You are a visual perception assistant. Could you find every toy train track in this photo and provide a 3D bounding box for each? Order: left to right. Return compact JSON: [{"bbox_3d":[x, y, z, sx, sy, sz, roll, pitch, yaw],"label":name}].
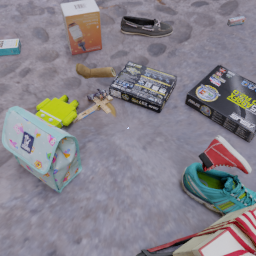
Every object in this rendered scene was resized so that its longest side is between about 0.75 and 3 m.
[{"bbox_3d":[-1.315,-0.755,10.329,1.794,0.292,1.029,-35,60,-23],"label":"toy train track"}]

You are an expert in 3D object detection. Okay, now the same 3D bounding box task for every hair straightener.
[{"bbox_3d":[1.121,3.288,7.097,2.086,0.427,0.803,-9,53,-14],"label":"hair straightener"}]

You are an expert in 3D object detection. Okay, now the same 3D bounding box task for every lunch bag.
[{"bbox_3d":[-2.459,0.546,8.066,1.941,2.279,1.390,30,58,20],"label":"lunch bag"}]

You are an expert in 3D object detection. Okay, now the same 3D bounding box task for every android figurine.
[{"bbox_3d":[-2.606,-0.528,10.070,1.570,0.354,1.725,28,56,25],"label":"android figurine"}]

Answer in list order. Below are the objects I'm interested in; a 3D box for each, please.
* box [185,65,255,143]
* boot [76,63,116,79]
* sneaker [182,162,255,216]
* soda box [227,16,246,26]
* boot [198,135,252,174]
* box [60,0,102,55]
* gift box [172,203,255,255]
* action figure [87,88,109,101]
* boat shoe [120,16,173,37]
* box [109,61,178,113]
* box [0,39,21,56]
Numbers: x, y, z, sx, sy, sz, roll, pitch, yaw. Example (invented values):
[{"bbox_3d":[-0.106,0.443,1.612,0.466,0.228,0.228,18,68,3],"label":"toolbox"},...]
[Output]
[{"bbox_3d":[3.861,-1.005,10.310,2.728,0.604,2.186,37,61,25],"label":"box"},{"bbox_3d":[-0.917,-1.657,8.046,0.947,0.830,0.313,0,84,17],"label":"boot"},{"bbox_3d":[2.882,1.902,7.716,2.987,1.190,1.158,24,56,16],"label":"sneaker"},{"bbox_3d":[5.347,-5.261,13.789,0.833,0.285,0.265,-14,54,-11],"label":"soda box"},{"bbox_3d":[2.410,0.919,7.061,1.267,0.459,0.914,42,93,-6],"label":"boot"},{"bbox_3d":[-1.951,-4.309,12.032,1.447,1.901,1.011,-15,54,-11],"label":"box"},{"bbox_3d":[2.438,3.125,5.848,2.490,2.325,2.298,-31,72,-21],"label":"gift box"},{"bbox_3d":[-1.111,-1.291,10.588,0.871,0.302,0.567,-24,28,-12],"label":"action figure"},{"bbox_3d":[0.886,-4.824,13.178,2.513,0.716,0.840,3,53,3],"label":"boat shoe"},{"bbox_3d":[0.598,-1.649,10.861,2.164,0.531,1.744,21,57,15],"label":"box"},{"bbox_3d":[-5.611,-3.552,12.407,1.587,0.390,0.653,-6,53,-4],"label":"box"}]
